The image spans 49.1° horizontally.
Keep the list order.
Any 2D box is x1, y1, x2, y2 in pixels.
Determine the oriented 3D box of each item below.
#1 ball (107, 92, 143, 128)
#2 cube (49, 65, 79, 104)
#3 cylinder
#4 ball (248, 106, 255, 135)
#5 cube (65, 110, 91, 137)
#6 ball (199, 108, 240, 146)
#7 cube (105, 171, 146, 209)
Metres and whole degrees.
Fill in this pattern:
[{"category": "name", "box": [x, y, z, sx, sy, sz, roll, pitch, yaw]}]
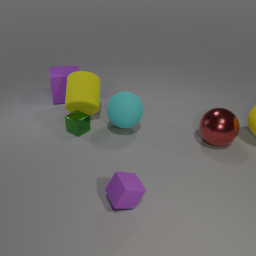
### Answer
[{"category": "ball", "box": [-0.118, -0.693, 10.742, 1.400, 1.400, 1.400, 0, 31, 0]}, {"category": "cube", "box": [-3.010, -2.121, 13.616, 1.400, 1.400, 1.400, -7, 31, -12]}, {"category": "cylinder", "box": [-1.891, -1.438, 11.795, 1.400, 1.400, 1.400, 0, 70, 0]}, {"category": "ball", "box": [5.039, -0.271, 10.002, 1.400, 1.400, 1.400, 0, 31, 0]}, {"category": "cube", "box": [-1.983, -0.188, 11.089, 0.700, 0.700, 0.700, 22, 37, 32]}, {"category": "ball", "box": [3.297, -0.040, 10.163, 1.400, 1.400, 1.400, 0, 31, 0]}, {"category": "cube", "box": [-0.072, 1.678, 7.564, 0.700, 0.700, 0.700, 12, 27, -37]}]
